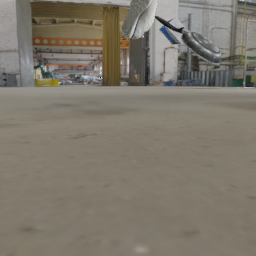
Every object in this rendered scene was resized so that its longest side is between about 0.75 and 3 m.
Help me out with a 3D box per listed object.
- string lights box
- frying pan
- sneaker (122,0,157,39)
[{"bbox_3d":[1.832,-3.856,11.268,0.898,0.515,1.748,44,9,-14],"label":"string lights box"},{"bbox_3d":[2.240,-3.117,9.664,1.620,0.436,2.678,-8,54,-44],"label":"frying pan"},{"bbox_3d":[0.331,-2.318,5.546,0.510,0.484,1.268,-6,-30,-33],"label":"sneaker"}]
